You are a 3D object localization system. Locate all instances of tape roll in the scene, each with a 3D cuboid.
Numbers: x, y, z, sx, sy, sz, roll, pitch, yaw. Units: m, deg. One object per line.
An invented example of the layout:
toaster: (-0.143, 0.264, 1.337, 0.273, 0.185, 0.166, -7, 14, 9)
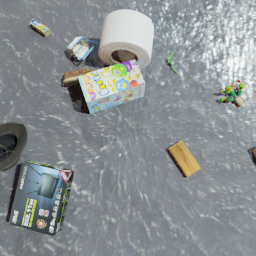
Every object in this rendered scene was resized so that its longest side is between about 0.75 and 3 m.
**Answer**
tape roll: (-0.058, -3.442, 11.238, 2.113, 2.113, 1.451, 7, 73, 2)

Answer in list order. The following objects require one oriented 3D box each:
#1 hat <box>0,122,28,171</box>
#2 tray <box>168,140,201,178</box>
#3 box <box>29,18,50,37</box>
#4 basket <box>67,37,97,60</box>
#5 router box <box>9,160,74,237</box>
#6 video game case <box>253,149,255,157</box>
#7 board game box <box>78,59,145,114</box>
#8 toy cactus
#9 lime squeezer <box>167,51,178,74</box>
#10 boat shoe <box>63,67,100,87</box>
hat: (-4.490, 0.896, 10.388, 2.282, 0.920, 2.282, -11, 50, 13)
tray: (2.158, 1.178, 10.759, 0.633, 0.238, 1.283, -30, 74, -9)
box: (-3.940, -4.480, 12.502, 0.917, 0.321, 0.295, 35, 76, 10)
basket: (-1.941, -3.370, 11.854, 1.111, 0.773, 0.979, 28, 72, 40)
router box: (-2.941, 2.358, 9.620, 1.675, 0.695, 2.236, 12, 88, 8)
video game case: (5.908, 1.216, 10.657, 1.716, 0.390, 1.555, -20, 74, -6)
board game box: (-0.634, -1.638, 11.123, 2.329, 1.221, 1.199, -19, 73, -7)
toy cactus: (4.371, -1.344, 11.434, 1.236, 0.632, 1.020, -37, 85, -19)
lime squeezer: (1.877, -2.821, 12.083, 0.391, 0.209, 1.108, 4, 68, -31)
boat shoe: (-1.807, -2.225, 11.612, 1.830, 0.659, 0.618, -11, 75, -1)
